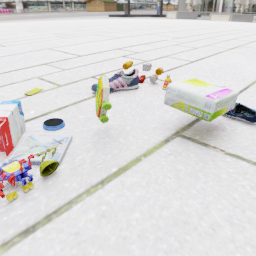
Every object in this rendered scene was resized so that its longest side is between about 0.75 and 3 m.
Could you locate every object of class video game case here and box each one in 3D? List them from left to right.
[{"bbox_3d":[-3.088,0.719,10.176,1.743,0.210,1.912,2,27,3],"label":"video game case"}]

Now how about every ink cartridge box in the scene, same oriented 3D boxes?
[{"bbox_3d":[-4.560,-0.019,10.401,0.755,1.304,2.245,-1,27,-2],"label":"ink cartridge box"}]

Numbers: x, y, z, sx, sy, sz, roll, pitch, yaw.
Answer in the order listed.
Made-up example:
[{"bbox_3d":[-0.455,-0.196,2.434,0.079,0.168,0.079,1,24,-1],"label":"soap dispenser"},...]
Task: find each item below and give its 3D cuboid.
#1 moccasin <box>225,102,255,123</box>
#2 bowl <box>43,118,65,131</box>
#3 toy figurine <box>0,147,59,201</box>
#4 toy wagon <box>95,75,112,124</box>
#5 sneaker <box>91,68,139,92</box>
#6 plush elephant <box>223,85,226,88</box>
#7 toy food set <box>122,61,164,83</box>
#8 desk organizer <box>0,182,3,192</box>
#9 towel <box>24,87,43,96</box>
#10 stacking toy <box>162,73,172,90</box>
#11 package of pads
[{"bbox_3d":[4.895,-0.899,12.467,2.031,0.817,0.692,21,-11,37],"label":"moccasin"},{"bbox_3d":[-3.160,-0.171,11.928,0.942,0.185,0.942,0,28,0],"label":"bowl"},{"bbox_3d":[-3.258,1.126,8.426,1.236,1.088,2.063,19,31,30],"label":"toy figurine"},{"bbox_3d":[-0.990,-0.958,10.777,0.411,2.078,1.612,2,49,-14],"label":"toy wagon"},{"bbox_3d":[-0.719,-2.705,15.718,2.872,1.178,1.007,-12,30,-22],"label":"sneaker"},{"bbox_3d":[4.657,-1.664,14.096,1.071,0.829,0.882,2,27,4],"label":"plush elephant"},{"bbox_3d":[1.007,-3.476,17.189,2.493,1.190,1.122,9,29,18],"label":"toy food set"},{"bbox_3d":[-4.178,1.770,7.984,1.072,0.384,0.413,-17,34,-29],"label":"desk organizer"},{"bbox_3d":[-5.250,-2.021,15.610,0.486,0.102,1.128,13,29,14],"label":"towel"},{"bbox_3d":[2.297,-2.661,15.933,0.667,0.912,0.667,1,28,0],"label":"stacking toy"},{"bbox_3d":[2.950,-1.248,11.299,2.143,0.946,2.774,25,27,30],"label":"package of pads"}]
